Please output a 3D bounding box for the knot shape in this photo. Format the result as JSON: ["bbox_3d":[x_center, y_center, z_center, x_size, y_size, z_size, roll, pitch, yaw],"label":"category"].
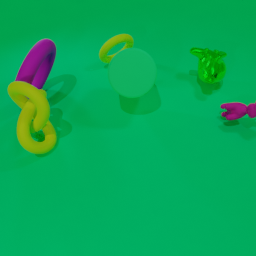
[{"bbox_3d":[-2.130,-0.182,6.384,0.782,1.692,1.583,-13,82,-14],"label":"knot shape"}]

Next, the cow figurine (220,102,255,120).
[{"bbox_3d":[2.843,-0.451,6.949,0.900,0.502,0.914,-8,9,4],"label":"cow figurine"}]

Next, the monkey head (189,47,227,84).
[{"bbox_3d":[2.307,-1.831,8.257,1.189,0.996,1.653,16,22,8],"label":"monkey head"}]

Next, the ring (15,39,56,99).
[{"bbox_3d":[-2.465,-1.476,7.480,0.382,1.911,1.911,27,43,-8],"label":"ring"}]

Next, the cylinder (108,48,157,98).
[{"bbox_3d":[0.111,-1.413,7.082,1.161,1.161,1.161,1,15,1],"label":"cylinder"}]

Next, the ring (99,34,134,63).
[{"bbox_3d":[-0.367,-2.526,8.976,1.230,1.230,0.246,-24,75,-25],"label":"ring"}]
